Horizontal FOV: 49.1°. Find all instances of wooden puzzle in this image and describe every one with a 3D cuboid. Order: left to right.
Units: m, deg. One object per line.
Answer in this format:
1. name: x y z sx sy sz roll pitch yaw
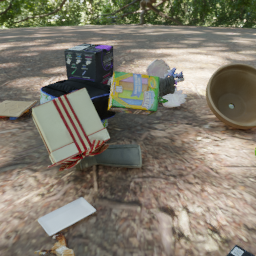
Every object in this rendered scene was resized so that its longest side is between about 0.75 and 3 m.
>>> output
1. wooden puzzle: -5.300 -0.804 12.795 1.812 0.420 1.679 0 25 10

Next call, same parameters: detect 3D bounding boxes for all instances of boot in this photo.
1. boot: -0.660 0.683 9.293 2.100 0.762 1.909 -9 41 -3
2. boot: 1.305 -1.218 10.246 0.903 1.372 0.479 -12 36 -23

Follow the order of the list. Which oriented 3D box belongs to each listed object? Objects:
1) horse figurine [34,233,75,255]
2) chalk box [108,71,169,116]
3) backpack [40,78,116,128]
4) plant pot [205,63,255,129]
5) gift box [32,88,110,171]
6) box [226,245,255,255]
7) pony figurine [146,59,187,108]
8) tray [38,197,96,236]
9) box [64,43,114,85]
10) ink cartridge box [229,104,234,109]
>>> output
1. horse figurine: -1.410 2.614 5.803 0.726 0.273 1.095 -2 12 -45
2. chalk box: 0.375 -1.089 9.231 1.893 1.172 1.178 5 -5 -9
3. backpack: -2.066 -0.831 11.001 2.620 1.926 2.398 20 28 28
4. plant pot: 4.562 -1.168 11.774 2.865 1.322 2.865 1 68 -3
5. gift box: -1.608 0.127 7.618 1.746 1.767 1.892 -25 0 -15
6. box: 2.035 2.775 5.258 0.918 0.526 0.606 -22 32 -39
7. pony figurine: 1.629 -2.118 13.938 2.778 2.396 2.877 -20 10 44
8. tray: -1.489 2.186 6.905 1.278 0.142 0.686 -20 33 -36
9. box: -1.672 -2.210 12.753 1.541 2.906 1.777 10 28 20
10. ink cartridge box: 4.877 -1.183 13.456 1.564 0.515 2.150 -1 28 -1
